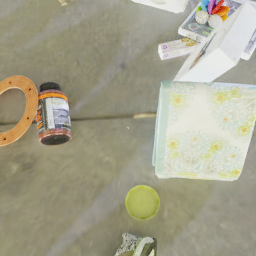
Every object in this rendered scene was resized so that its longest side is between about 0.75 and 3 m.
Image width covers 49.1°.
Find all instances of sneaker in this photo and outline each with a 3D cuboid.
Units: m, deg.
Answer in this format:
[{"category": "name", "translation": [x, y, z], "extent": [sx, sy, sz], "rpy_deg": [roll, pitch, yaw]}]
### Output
[{"category": "sneaker", "translation": [-0.265, 3.348, 6.218], "extent": [1.036, 0.900, 2.339], "rpy_deg": [13, 46, 36]}]

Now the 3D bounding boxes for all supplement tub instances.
[{"category": "supplement tub", "translation": [-2.067, -0.417, 7.689], "extent": [0.889, 0.889, 1.662], "rpy_deg": [-11, 68, -4]}]

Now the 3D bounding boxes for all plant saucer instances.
[{"category": "plant saucer", "translation": [0.370, 1.913, 7.191], "extent": [0.879, 0.137, 0.879], "rpy_deg": [0, 69, 1]}]

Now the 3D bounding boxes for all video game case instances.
[{"category": "video game case", "translation": [3.154, -3.369, 8.807], "extent": [2.257, 0.290, 2.482], "rpy_deg": [28, 63, 18]}]

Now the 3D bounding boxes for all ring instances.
[{"category": "ring", "translation": [-3.295, -0.485, 7.766], "extent": [2.075, 0.199, 2.075], "rpy_deg": [-7, 70, 21]}]

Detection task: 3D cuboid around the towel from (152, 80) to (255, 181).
[{"category": "towel", "translation": [1.780, 0.144, 6.781], "extent": [2.226, 2.600, 0.626], "rpy_deg": [2, 29, 0]}]

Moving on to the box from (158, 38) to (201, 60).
[{"category": "box", "translation": [1.898, -2.580, 8.794], "extent": [1.871, 0.362, 0.388], "rpy_deg": [-14, 68, -5]}]

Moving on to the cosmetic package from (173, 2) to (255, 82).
[{"category": "cosmetic package", "translation": [2.159, -1.879, 7.344], "extent": [0.612, 2.369, 1.786], "rpy_deg": [39, 65, -6]}]

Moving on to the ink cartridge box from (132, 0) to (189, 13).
[{"category": "ink cartridge box", "translation": [1.105, -5.187, 9.089], "extent": [1.816, 1.064, 2.513], "rpy_deg": [9, 66, -11]}]

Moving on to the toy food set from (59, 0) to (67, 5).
[{"category": "toy food set", "translation": [-2.198, -4.945, 9.789], "extent": [0.855, 0.212, 1.345], "rpy_deg": [-26, 71, -10]}]

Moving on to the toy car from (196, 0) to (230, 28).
[{"category": "toy car", "translation": [2.529, -3.525, 8.314], "extent": [0.982, 0.737, 0.860], "rpy_deg": [25, 62, 16]}]
